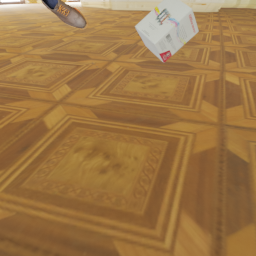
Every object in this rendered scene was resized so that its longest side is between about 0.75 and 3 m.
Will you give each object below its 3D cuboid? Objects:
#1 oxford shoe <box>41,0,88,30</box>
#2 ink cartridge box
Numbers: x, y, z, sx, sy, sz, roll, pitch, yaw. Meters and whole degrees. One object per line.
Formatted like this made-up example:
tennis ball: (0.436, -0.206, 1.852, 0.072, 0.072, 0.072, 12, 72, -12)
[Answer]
oxford shoe: (-1.227, -2.195, 5.295, 1.004, 0.358, 0.366, 31, 18, -8)
ink cartridge box: (1.538, -3.865, 10.925, 1.873, 1.361, 1.355, -41, 60, 5)
